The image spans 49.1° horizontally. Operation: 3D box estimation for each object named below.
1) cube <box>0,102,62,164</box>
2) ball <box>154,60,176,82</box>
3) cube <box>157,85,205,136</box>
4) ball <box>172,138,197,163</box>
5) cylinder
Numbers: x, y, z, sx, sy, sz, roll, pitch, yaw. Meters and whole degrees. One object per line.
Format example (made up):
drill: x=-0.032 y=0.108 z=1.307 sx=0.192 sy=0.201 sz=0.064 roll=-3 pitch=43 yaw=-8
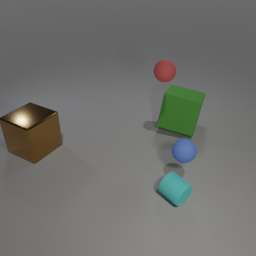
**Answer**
cube: x=-3.360 y=0.132 z=9.844 sx=1.400 sy=1.400 sz=1.400 roll=18 pitch=37 yaw=25
ball: x=1.156 y=-1.779 z=8.753 sx=0.700 sy=0.700 sz=0.700 roll=0 pitch=33 yaw=0
cube: x=2.069 y=-0.714 z=10.840 sx=1.400 sy=1.400 sz=1.400 roll=16 pitch=25 yaw=13
ball: x=1.597 y=0.640 z=7.928 sx=0.700 sy=0.700 sz=0.700 roll=0 pitch=33 yaw=0
cylinder: x=1.344 y=1.719 z=7.931 sx=0.700 sy=0.700 sz=0.700 roll=-25 pitch=46 yaw=-33
